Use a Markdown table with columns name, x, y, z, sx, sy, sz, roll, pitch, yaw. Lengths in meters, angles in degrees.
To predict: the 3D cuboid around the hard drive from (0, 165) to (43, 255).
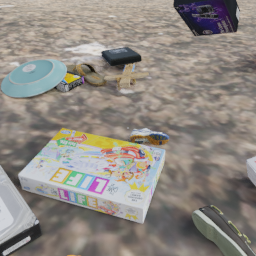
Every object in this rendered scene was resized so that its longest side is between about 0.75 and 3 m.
| name | x | y | z | sx | sy | sz | roll | pitch | yaw |
| --- | --- | --- | --- | --- | --- | --- | --- | --- | --- |
| hard drive | -3.050 | 1.620 | 5.492 | 1.755 | 0.475 | 2.513 | -25 | 41 | -32 |

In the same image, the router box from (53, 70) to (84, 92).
| name | x | y | z | sx | sy | sz | roll | pitch | yaw |
| --- | --- | --- | --- | --- | --- | --- | --- | --- | --- |
| router box | -2.457 | -1.822 | 10.539 | 1.300 | 0.332 | 0.970 | 23 | 41 | 29 |

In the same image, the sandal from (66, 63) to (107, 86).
| name | x | y | z | sx | sy | sz | roll | pitch | yaw |
| --- | --- | --- | --- | --- | --- | --- | --- | --- | --- |
| sandal | -1.641 | -2.196 | 10.879 | 2.069 | 0.559 | 0.831 | 27 | 43 | 33 |

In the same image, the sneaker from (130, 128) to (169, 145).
| name | x | y | z | sx | sy | sz | roll | pitch | yaw |
| --- | --- | --- | --- | --- | --- | --- | --- | --- | --- |
| sneaker | 0.592 | 0.175 | 7.624 | 1.054 | 0.397 | 0.464 | 4 | 35 | 5 |

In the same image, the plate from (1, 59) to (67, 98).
| name | x | y | z | sx | sy | sz | roll | pitch | yaw |
| --- | --- | --- | --- | --- | --- | --- | --- | --- | --- |
| plate | -3.523 | -1.991 | 10.381 | 2.490 | 0.318 | 2.490 | -6 | 44 | 6 |

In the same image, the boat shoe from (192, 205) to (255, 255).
| name | x | y | z | sx | sy | sz | roll | pitch | yaw |
| --- | --- | --- | --- | --- | --- | --- | --- | --- | --- |
| boat shoe | 1.822 | 1.950 | 4.916 | 0.482 | 0.571 | 1.601 | -21 | 38 | -22 |

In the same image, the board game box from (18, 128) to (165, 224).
| name | x | y | z | sx | sy | sz | roll | pitch | yaw |
| --- | --- | --- | --- | --- | --- | --- | --- | --- | --- |
| board game box | -0.725 | 0.942 | 6.432 | 2.797 | 0.479 | 1.881 | 11 | 36 | 15 |

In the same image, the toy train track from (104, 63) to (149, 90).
| name | x | y | z | sx | sy | sz | roll | pitch | yaw |
| --- | --- | --- | --- | --- | --- | --- | --- | --- | --- |
| toy train track | 0.021 | -2.005 | 10.788 | 1.610 | 0.457 | 2.807 | -3 | 29 | 8 |

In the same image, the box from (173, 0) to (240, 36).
| name | x | y | z | sx | sy | sz | roll | pitch | yaw |
| --- | --- | --- | --- | --- | --- | --- | --- | --- | --- |
| box | 2.037 | -3.024 | 7.104 | 1.207 | 0.674 | 1.710 | 8 | -4 | 33 |

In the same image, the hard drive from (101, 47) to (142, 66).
| name | x | y | z | sx | sy | sz | roll | pitch | yaw |
| --- | --- | --- | --- | --- | --- | --- | --- | --- | --- |
| hard drive | -0.330 | -3.127 | 12.146 | 1.331 | 0.314 | 1.908 | -12 | 28 | -12 |

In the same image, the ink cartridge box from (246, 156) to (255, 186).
| name | x | y | z | sx | sy | sz | roll | pitch | yaw |
| --- | --- | --- | --- | --- | --- | --- | --- | --- | --- |
| ink cartridge box | 3.474 | 0.943 | 5.995 | 1.433 | 0.615 | 1.050 | -22 | 37 | 2 |
